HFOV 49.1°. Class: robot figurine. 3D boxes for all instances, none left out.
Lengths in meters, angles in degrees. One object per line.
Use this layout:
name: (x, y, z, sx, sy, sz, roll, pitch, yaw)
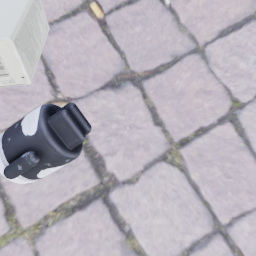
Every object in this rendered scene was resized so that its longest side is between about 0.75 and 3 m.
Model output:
robot figurine: (-1.639, 0.310, 5.352, 1.927, 1.448, 1.202, -30, 67, 19)

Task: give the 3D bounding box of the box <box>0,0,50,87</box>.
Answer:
box: (-2.148, -1.767, 5.319, 0.783, 0.956, 2.013, -6, 46, 4)
